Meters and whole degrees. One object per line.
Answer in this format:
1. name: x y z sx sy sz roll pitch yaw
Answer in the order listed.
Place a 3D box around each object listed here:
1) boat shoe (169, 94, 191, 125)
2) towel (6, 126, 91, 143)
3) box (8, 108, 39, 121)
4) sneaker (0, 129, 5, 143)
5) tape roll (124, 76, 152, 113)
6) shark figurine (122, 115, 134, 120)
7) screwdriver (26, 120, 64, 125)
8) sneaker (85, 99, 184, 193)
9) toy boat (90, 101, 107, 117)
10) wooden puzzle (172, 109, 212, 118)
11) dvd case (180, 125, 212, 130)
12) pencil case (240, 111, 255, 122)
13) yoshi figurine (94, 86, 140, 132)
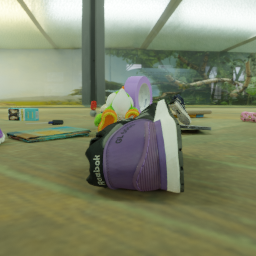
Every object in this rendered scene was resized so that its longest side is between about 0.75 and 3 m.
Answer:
1. boat shoe: 1.933 -0.664 9.937 0.446 1.194 0.554 -7 44 44
2. towel: -2.282 0.175 8.173 1.976 0.214 1.449 -8 9 -44
3. box: -5.340 -0.694 14.310 1.534 0.631 0.377 1 6 12
4. sneaker: -3.409 0.029 6.444 0.807 0.835 2.002 -1 5 -8
5. tape roll: 0.528 -1.531 14.458 0.738 2.248 2.248 3 7 25
6. shark figurine: 0.216 0.144 7.281 0.396 0.949 0.567 -37 23 25
7. screwdriver: -3.403 -0.187 11.542 1.694 0.236 0.247 -9 42 -48
8. sneaker: 0.061 0.153 4.406 1.282 1.109 2.929 -5 6 5
9. toy boat: -1.369 -1.027 16.954 2.058 0.957 1.730 11 14 20
10. wooden puzzle: 3.459 -0.848 17.061 2.313 0.465 2.500 -2 2 -20
11. dvd case: 1.988 -0.029 9.362 1.172 0.126 1.576 5 1 1
12. pencil case: 5.945 -0.525 13.253 0.553 0.530 1.279 38 -11 -23
13. yoshi figurine: -0.297 -0.311 9.267 1.591 1.597 2.842 -39 17 10
